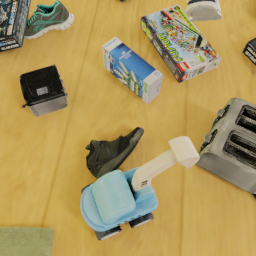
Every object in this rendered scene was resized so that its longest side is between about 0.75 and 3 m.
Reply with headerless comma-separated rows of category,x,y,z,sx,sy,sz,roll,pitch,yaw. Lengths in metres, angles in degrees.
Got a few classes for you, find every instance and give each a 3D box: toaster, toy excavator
toaster,3.148,0.526,7.548,2.171,1.288,1.963,29,68,13
toy excavator,0.150,1.355,6.328,2.645,2.720,1.359,-19,66,-9
toaster,-2.625,-1.135,8.642,1.385,0.822,1.252,-19,65,-9

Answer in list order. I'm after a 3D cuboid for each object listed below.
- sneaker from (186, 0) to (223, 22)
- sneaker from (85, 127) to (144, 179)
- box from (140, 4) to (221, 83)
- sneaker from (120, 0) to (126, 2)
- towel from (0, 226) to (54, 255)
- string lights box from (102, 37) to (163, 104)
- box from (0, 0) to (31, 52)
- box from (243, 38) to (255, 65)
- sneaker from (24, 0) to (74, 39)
sneaker,1.987,-3.369,7.315,0.938,2.456,0.988,-4,99,14
sneaker,-0.442,0.485,7.870,1.114,0.743,1.945,42,76,12
box,1.758,-3.005,9.762,1.562,0.493,2.839,-24,66,-11
sneaker,-0.303,-5.866,11.110,1.054,0.703,1.840,-33,71,-17
towel,-2.609,3.004,6.869,1.545,0.282,1.146,-2,62,0
string lights box,0.114,-1.818,8.847,0.608,1.060,2.062,-41,70,-18
box,-4.489,-3.701,9.852,1.842,0.533,2.317,-9,62,12
box,5.283,-2.341,9.418,1.746,0.505,2.197,-28,67,-13
sneaker,-3.033,-3.854,9.770,2.164,0.987,0.840,-15,61,10
